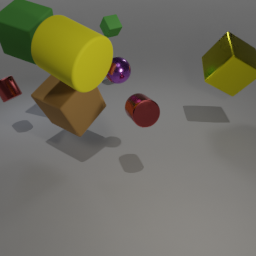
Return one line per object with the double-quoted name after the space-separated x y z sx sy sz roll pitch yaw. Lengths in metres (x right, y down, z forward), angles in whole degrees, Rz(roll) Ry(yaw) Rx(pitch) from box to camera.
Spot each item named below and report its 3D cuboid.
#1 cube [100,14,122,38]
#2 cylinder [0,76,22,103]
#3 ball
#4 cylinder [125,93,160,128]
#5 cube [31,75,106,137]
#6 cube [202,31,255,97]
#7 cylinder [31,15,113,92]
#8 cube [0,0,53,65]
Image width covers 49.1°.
-0.795 -4.712 12.977 0.700 0.700 0.700 -22 -8 -26 "cube"
-4.127 -1.335 9.624 0.700 0.700 0.700 -25 13 6 "cylinder"
-0.268 -1.525 7.429 0.700 0.700 0.700 0 30 0 "ball"
0.346 -0.446 6.940 0.700 0.700 0.700 -9 22 -15 "cylinder"
-1.782 -0.843 8.660 1.400 1.400 1.400 23 64 31 "cube"
3.689 -2.270 10.087 1.400 1.400 1.400 22 50 -21 "cube"
-1.316 -1.776 6.722 1.400 1.400 1.400 32 40 21 "cylinder"
-3.417 -3.273 9.508 1.400 1.400 1.400 21 56 11 "cube"
